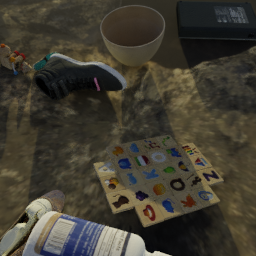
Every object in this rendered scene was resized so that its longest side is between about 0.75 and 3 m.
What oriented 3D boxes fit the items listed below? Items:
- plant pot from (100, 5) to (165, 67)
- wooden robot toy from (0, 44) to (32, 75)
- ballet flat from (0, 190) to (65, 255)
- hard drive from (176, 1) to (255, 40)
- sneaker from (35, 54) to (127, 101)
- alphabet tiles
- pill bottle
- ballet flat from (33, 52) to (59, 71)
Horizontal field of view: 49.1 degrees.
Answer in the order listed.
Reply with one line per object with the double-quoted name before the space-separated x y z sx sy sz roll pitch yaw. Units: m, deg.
"plant pot" 0.176 -2.711 8.854 1.934 1.299 1.934 -2 57 3
"wooden robot toy" -3.887 -2.413 8.985 1.791 0.813 0.789 26 58 18
"ballet flat" -2.017 1.992 5.729 0.666 0.658 1.956 25 57 18
"hard drive" 3.256 -4.050 10.440 2.826 0.465 1.972 3 53 2
"sneaker" -1.455 -1.247 8.069 2.731 0.966 1.354 18 57 20
"alphabet tiles" 0.696 1.024 6.343 2.704 0.086 2.250 -10 42 -22
"pill bottle" -0.490 2.431 4.923 2.430 1.348 1.348 13 54 8
"ballet flat" -2.658 -2.179 9.092 1.019 0.344 0.318 -34 24 -20
